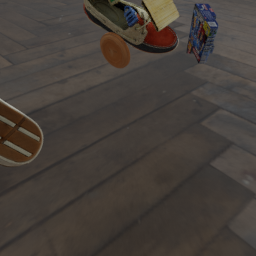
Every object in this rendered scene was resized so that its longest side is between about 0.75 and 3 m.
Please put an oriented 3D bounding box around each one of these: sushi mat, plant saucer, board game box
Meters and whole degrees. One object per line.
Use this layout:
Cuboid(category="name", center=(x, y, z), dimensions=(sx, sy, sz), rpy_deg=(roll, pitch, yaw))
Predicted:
Cuboid(category="sushi mat", center=(0.849, -2.945, 6.956), dimensions=(0.100, 0.788, 1.646), rpy_deg=(-20, 19, 38))
Cuboid(category="plant saucer", center=(-0.340, -1.863, 6.824), dimensions=(0.915, 0.915, 0.148), rpy_deg=(26, 53, 29))
Cuboid(category="board game box", center=(1.767, -2.124, 6.693), dimensions=(0.368, 1.192, 1.192), rpy_deg=(-2, 49, -7))

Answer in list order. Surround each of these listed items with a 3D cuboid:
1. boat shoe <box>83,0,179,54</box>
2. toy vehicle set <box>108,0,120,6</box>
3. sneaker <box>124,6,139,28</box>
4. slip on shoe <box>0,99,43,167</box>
Cuboid(category="boat shoe", center=(0.114, -3.017, 8.015), dimensions=(2.969, 1.057, 0.929), rpy_deg=(24, -3, -2))
Cuboid(category="toy vehicle set", center=(-0.096, -3.942, 6.658), dimensions=(0.266, 1.247, 2.007), rpy_deg=(-40, 19, -30))
Cuboid(category="sneaker", center=(0.054, -2.780, 6.976), dimensions=(0.298, 0.332, 0.807), rpy_deg=(-33, 38, 19))
Cuboid(category="slip on shoe", center=(-2.388, -0.379, 3.688), dimensions=(0.816, 2.692, 1.024), rpy_deg=(-12, 48, 48))
